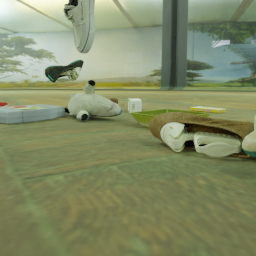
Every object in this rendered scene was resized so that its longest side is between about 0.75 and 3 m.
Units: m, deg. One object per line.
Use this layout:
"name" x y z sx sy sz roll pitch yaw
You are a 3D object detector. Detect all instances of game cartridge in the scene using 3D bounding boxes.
"game cartridge" -3.438 -0.516 9.709 1.563 0.480 2.349 12 15 34

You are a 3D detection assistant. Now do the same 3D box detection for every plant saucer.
"plant saucer" 1.227 -0.252 8.212 1.694 0.406 1.691 -8 13 -41

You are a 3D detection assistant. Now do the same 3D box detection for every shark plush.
"shark plush" -1.516 -0.562 10.036 1.233 1.345 2.960 17 -23 -36

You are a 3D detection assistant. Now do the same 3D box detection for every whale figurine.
"whale figurine" 2.456 0.346 3.745 1.698 1.107 2.134 -6 30 26

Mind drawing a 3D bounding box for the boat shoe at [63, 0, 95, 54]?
"boat shoe" -1.522 -3.603 8.569 0.868 2.642 0.951 -12 39 -34

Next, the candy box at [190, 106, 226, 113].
"candy box" 3.373 -0.782 11.865 0.662 0.171 1.295 -6 12 -44

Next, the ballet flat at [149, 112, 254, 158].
"ballet flat" 1.322 0.184 5.330 2.277 0.772 0.824 10 32 27

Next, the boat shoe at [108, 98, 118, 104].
"boat shoe" -1.021 -1.242 13.911 1.164 0.440 0.430 -2 12 38

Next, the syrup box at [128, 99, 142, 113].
"syrup box" 0.278 -0.948 11.822 0.527 0.510 1.294 -1 10 -3

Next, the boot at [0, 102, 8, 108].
"boot" -5.873 -1.289 12.177 0.535 1.067 1.478 5 11 25

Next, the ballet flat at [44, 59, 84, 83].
"ballet flat" -1.791 -1.632 8.310 0.523 0.526 1.537 -36 -3 42
